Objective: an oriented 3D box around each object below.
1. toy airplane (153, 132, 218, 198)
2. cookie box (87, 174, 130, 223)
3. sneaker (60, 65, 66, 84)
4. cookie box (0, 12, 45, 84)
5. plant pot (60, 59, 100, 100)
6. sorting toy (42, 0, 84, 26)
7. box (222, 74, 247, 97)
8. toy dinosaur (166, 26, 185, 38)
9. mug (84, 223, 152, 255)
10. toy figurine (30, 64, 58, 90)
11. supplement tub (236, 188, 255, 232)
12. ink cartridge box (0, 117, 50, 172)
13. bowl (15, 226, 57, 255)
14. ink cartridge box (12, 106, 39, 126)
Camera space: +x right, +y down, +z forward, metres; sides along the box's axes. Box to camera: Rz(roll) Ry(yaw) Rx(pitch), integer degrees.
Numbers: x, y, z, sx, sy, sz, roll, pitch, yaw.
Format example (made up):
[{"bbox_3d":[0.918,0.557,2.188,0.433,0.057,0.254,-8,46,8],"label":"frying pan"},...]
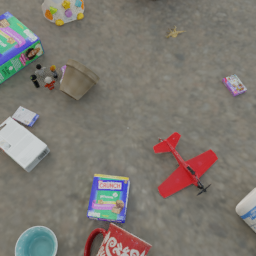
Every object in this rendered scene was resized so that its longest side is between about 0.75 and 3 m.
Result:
[{"bbox_3d":[1.840,1.142,9.454,2.472,0.455,2.472,0,64,0],"label":"toy airplane"},{"bbox_3d":[-0.595,2.217,8.876,1.158,0.509,1.354,5,63,4],"label":"cookie box"},{"bbox_3d":[-2.509,-2.115,11.157,0.598,0.380,1.049,24,55,12],"label":"sneaker"},{"bbox_3d":[-5.132,-3.202,11.343,2.185,0.960,2.554,41,71,17],"label":"cookie box"},{"bbox_3d":[-1.933,-1.734,10.513,1.350,1.350,1.171,30,85,14],"label":"plant pot"},{"bbox_3d":[-2.794,-5.543,12.091,1.944,1.750,1.038,-23,65,-11],"label":"sorting toy"},{"bbox_3d":[4.187,-1.690,11.039,0.574,0.164,0.839,-21,65,-10],"label":"box"},{"bbox_3d":[2.052,-4.210,12.308,0.941,0.274,0.476,-18,80,-1],"label":"toy dinosaur"},{"bbox_3d":[-0.473,3.871,7.841,1.344,1.788,2.014,37,69,-22],"label":"mug"},{"bbox_3d":[-3.264,-2.026,10.939,0.932,0.649,0.918,10,64,6],"label":"toy figurine"},{"bbox_3d":[4.453,2.751,8.063,1.507,1.507,2.285,-36,67,-17],"label":"supplement tub"},{"bbox_3d":[-3.781,0.545,9.748,1.908,0.481,1.040,35,68,17],"label":"ink cartridge box"},{"bbox_3d":[-2.586,3.515,8.167,1.185,0.620,1.185,0,63,1],"label":"bowl"},{"bbox_3d":[-3.777,-0.405,10.385,0.896,0.188,0.535,23,66,14],"label":"ink cartridge box"}]
